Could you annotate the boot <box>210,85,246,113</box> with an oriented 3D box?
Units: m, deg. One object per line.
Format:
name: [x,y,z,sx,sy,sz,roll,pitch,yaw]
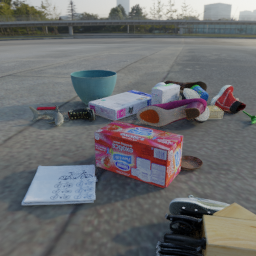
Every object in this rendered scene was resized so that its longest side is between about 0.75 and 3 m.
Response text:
boot: [5.098,-1.374,13.579,1.482,0.744,2.054,16,42,34]

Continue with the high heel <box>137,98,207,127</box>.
high heel: [1.781,-0.698,11.473,2.776,0.936,1.334,1,22,28]

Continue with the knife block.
knife block: [1.652,2.141,4.840,1.921,0.700,2.189,-15,26,-32]

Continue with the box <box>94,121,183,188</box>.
box: [0.274,0.664,7.962,2.326,1.159,1.110,12,25,29]

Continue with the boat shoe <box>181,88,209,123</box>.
boat shoe: [2.855,-0.856,12.379,0.936,0.764,2.533,6,34,-12]

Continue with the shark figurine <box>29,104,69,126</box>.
shark figurine: [-3.267,-0.657,11.965,1.821,0.760,1.088,15,25,30]

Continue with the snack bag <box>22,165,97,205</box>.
snack bag: [-1.685,1.410,7.388,1.737,0.197,1.843,-2,21,-3]

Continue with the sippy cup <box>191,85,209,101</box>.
sippy cup: [3.686,-1.676,14.508,1.125,0.883,0.824,-22,40,-25]

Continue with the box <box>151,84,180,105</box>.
box: [1.755,-1.346,13.041,1.358,1.198,0.657,-21,30,-41]

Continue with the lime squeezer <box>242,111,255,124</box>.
lime squeezer: [5.238,-0.407,11.770,0.488,0.261,1.383,36,23,-9]

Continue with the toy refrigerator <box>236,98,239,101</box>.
toy refrigerator: [5.256,-1.428,14.513,0.323,0.298,0.851,-23,30,-32]

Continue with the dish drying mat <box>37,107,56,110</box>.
dish drying mat: [-3.963,-0.956,13.598,0.878,0.080,0.337,-3,21,-5]

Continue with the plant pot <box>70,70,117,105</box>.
plant pot: [-1.708,-2.015,14.268,2.293,1.544,2.293,0,21,0]

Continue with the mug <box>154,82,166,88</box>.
mug: [1.757,-1.658,14.436,1.187,0.877,1.041,-31,46,-10]

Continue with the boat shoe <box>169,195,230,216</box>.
boat shoe: [1.628,1.775,6.042,1.503,0.554,0.482,6,16,3]

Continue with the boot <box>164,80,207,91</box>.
boot: [3.448,-2.569,17.058,1.930,0.665,2.070,1,9,-30]

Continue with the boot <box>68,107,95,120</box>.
boot: [-1.993,-0.548,12.041,0.990,0.473,1.311,-11,19,-21]

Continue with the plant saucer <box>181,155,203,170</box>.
plant saucer: [1.817,1.061,8.348,0.808,0.148,0.808,0,21,0]

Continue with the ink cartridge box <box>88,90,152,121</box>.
ink cartridge box: [-0.160,-1.142,13.345,1.782,0.626,2.986,19,32,40]

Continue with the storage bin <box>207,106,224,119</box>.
storage bin: [3.741,-0.703,12.538,0.811,0.383,0.817,0,21,-3]
